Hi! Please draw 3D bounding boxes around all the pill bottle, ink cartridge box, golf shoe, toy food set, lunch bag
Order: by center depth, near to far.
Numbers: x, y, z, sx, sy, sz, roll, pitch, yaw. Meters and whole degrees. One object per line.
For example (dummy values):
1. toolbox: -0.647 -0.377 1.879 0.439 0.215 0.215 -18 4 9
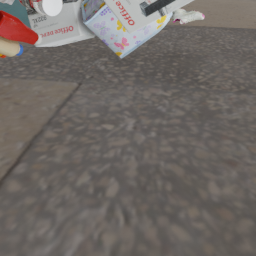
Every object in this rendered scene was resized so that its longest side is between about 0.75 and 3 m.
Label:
1. ink cartridge box: 0.267 -1.621 2.792 1.182 0.853 0.495 -17 49 32
2. toy food set: -2.723 -2.724 6.672 1.363 2.856 1.285 48 17 23
3. pill bottle: -2.576 -3.766 8.180 0.764 0.764 1.342 -27 48 -37
4. lunch bag: 0.016 -3.626 8.654 2.259 1.916 1.436 -29 51 27
5. golf shoe: 1.924 -3.554 9.048 1.043 0.477 0.393 15 4 17
6. ink cartridge box: -2.350 -4.225 9.301 1.947 2.684 1.124 -4 15 26
